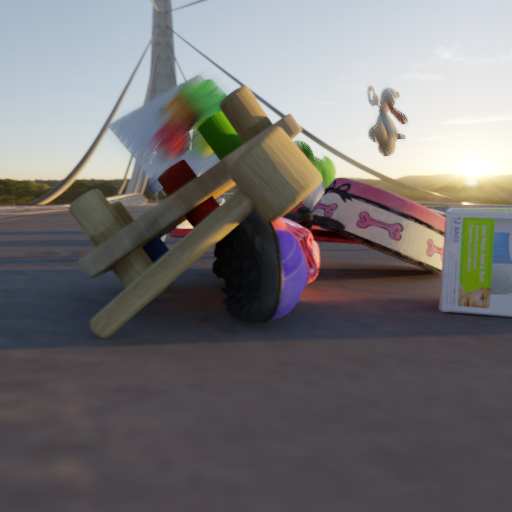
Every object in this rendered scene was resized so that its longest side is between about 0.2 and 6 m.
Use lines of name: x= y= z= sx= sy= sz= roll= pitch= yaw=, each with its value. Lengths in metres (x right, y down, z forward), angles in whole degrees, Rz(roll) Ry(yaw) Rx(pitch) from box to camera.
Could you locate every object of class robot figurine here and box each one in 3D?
robot figurine: x=-1.667 y=-1.294 z=9.773 sx=0.474 sy=0.356 sz=0.296 roll=-34 pitch=18 yaw=-15

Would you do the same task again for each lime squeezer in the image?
lime squeezer: x=0.902 y=-2.047 z=11.643 sx=3.651 sy=0.689 sz=1.290 roll=18 pitch=25 yaw=-47

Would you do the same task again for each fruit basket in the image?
fruit basket: x=-1.191 y=-2.012 z=9.289 sx=1.884 sy=1.745 sz=0.883 roll=-37 pitch=-20 yaw=-12

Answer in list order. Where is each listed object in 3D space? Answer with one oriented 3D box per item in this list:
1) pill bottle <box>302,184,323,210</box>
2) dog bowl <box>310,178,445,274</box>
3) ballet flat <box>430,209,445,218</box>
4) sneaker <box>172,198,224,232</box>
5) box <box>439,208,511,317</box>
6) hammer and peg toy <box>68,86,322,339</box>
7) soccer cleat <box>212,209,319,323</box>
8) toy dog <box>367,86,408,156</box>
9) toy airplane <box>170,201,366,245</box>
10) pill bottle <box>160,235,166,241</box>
pill bottle: x=1.091 y=-1.187 z=11.277 sx=0.476 sy=0.476 sz=0.857 roll=-1 pitch=-13 yaw=-7
dog bowl: x=1.634 y=-0.429 z=7.363 sx=1.895 sy=0.699 sz=1.895 roll=22 pitch=4 yaw=-1
ballet flat: x=3.714 y=-0.744 z=12.958 sx=2.263 sy=0.723 sz=0.856 roll=5 pitch=6 yaw=40
sneaker: x=-1.714 y=-1.167 z=15.290 sx=2.106 sy=1.049 sz=0.789 roll=-7 pitch=11 yaw=-39
box: x=2.520 y=0.045 z=4.942 sx=1.650 sy=0.928 sz=0.836 roll=4 pitch=8 yaw=20
hammer and peg toy: x=-0.630 y=-0.492 z=5.002 sx=2.219 sy=1.064 sz=3.017 roll=-36 pitch=6 yaw=-4
soccer cleat: x=0.202 y=-0.012 z=5.433 sx=1.106 sy=1.031 sz=3.023 roll=4 pitch=4 yaw=-8
toy dog: x=2.312 y=-2.329 z=9.536 sx=0.582 sy=1.208 sz=0.796 roll=-1 pitch=-1 yaw=37
toy airplane: x=0.450 y=-0.381 z=7.953 sx=3.218 sy=0.592 sz=3.218 roll=2 pitch=-4 yaw=0
pill bottle: x=-2.367 y=-0.503 z=11.776 sx=0.863 sy=0.493 sz=0.493 roll=5 pitch=8 yaw=29
